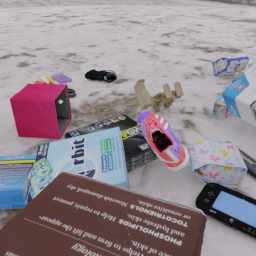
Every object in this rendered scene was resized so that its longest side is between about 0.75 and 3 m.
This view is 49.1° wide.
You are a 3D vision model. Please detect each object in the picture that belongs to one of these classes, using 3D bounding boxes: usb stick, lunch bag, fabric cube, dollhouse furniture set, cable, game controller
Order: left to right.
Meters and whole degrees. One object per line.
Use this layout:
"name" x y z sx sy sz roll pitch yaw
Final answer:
"fabric cube" -2.972 -0.628 9.859 1.507 1.483 1.511 2 30 6
"cable" -3.505 -1.884 12.933 2.350 0.591 1.141 21 36 32
"dollhouse furniture set" 1.145 -1.393 10.972 1.535 1.020 1.345 -11 -13 -18
"lunch bag" 2.362 0.945 7.725 1.381 0.878 1.171 10 31 -3
"lunch bag" 5.376 -3.313 14.678 1.259 0.917 1.481 -10 -6 -17
"game controller" 2.539 1.907 6.494 1.863 0.392 0.972 20 35 32
"usb stick" 3.411 0.948 8.267 0.509 0.299 1.835 -12 32 -21

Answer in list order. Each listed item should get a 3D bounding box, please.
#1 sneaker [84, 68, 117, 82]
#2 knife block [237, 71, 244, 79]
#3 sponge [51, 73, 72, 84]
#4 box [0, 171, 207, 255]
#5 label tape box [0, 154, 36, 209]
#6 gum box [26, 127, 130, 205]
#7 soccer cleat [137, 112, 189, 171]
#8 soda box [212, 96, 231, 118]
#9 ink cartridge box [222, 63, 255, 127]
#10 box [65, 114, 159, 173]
"sneaker" -1.368 -2.664 14.290 1.645 0.601 0.920 -7 29 -15
"knife block" 5.767 -2.457 14.149 1.040 0.379 1.185 -16 34 -28
"sponge" -3.471 -2.588 14.604 0.638 0.171 1.144 -21 36 -33
"box" -0.561 2.469 3.496 2.333 2.357 2.842 12 32 20
"label tape box" -3.101 1.334 7.256 1.319 0.609 1.841 -3 19 -5
"gum box" -1.232 1.005 7.171 2.351 0.524 1.998 -13 40 3
"soccer cleat" 0.813 0.131 7.878 0.857 0.920 2.514 -39 40 6
"soda box" 4.093 -1.015 11.437 0.609 0.566 1.782 21 35 32
"ink cartridge box" 4.899 -0.944 9.083 2.074 1.217 2.833 -41 41 -4
"box" -0.404 0.495 8.793 2.394 0.569 2.312 -20 34 -31
